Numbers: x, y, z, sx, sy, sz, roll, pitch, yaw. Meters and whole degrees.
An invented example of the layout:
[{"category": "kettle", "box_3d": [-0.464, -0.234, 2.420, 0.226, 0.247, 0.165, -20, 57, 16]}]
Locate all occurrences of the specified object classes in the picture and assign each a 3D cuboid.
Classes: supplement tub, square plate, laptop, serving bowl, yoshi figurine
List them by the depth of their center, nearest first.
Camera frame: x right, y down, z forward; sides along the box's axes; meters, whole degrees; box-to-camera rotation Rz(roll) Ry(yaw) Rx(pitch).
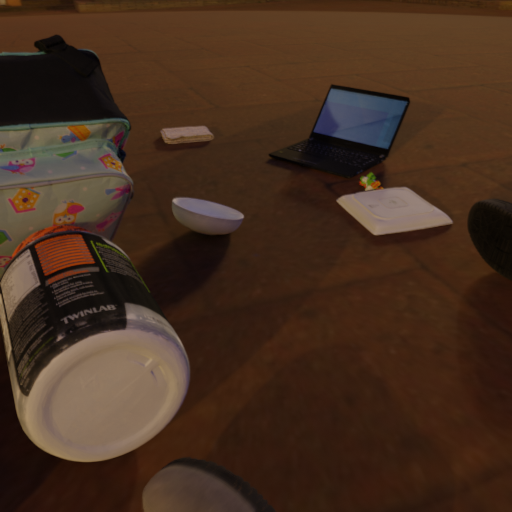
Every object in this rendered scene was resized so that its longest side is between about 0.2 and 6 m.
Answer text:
[{"category": "supplement tub", "box_3d": [-1.954, 0.774, 6.312, 1.673, 1.673, 2.730, -13, 31, -23]}, {"category": "serving bowl", "box_3d": [-0.899, -0.660, 10.008, 1.291, 0.425, 1.291, 14, 15, -4]}, {"category": "square plate", "box_3d": [2.652, -0.942, 10.880, 1.661, 0.239, 1.677, -9, 30, -16]}, {"category": "yoshi figurine", "box_3d": [2.482, -1.585, 11.941, 0.380, 0.382, 0.680, 5, 23, -23]}, {"category": "laptop", "box_3d": [2.019, -3.099, 13.588, 2.351, 1.370, 2.653, 22, 36, 35]}]

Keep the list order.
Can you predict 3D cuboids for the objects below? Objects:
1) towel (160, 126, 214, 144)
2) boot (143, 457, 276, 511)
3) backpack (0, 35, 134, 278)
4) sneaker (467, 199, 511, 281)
[{"category": "towel", "box_3d": [-1.873, -3.278, 15.074, 1.321, 0.228, 0.875, -8, 31, -15]}, {"category": "boot", "box_3d": [-0.383, 2.449, 3.754, 2.532, 0.884, 1.667, 23, 22, 38]}, {"category": "backpack", "box_3d": [-3.431, -1.038, 8.073, 2.998, 3.410, 2.614, -16, 74, -31]}, {"category": "sneaker", "box_3d": [5.025, 0.078, 8.286, 1.859, 1.070, 3.564, -14, 37, -23]}]
